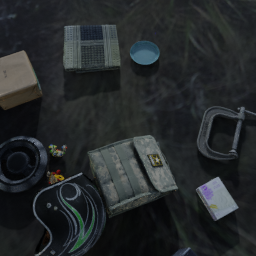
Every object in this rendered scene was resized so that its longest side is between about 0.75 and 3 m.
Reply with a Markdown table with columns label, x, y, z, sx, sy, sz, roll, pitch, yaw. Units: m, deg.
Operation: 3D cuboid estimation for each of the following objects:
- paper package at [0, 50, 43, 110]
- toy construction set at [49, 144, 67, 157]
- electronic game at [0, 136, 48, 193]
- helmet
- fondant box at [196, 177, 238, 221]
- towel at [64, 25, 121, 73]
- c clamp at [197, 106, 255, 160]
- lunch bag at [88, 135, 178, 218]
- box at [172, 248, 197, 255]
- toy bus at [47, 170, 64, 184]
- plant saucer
| label | x | y | z | sx | sy | sz | roll | pitch | yaw |
| --- | --- | --- | --- | --- | --- | --- | --- | --- | --- |
| paper package | -4.945 | -2.080 | 12.088 | 1.897 | 1.030 | 1.990 | -23 | 67 | -10 |
| toy construction set | -2.787 | 0.887 | 11.171 | 0.757 | 0.349 | 0.497 | -2 | 65 | 11 |
| electronic game | -4.230 | 1.369 | 10.854 | 2.263 | 0.471 | 2.263 | -1 | 67 | 3 |
| helmet | -1.970 | 2.947 | 9.113 | 2.567 | 2.567 | 2.447 | -22 | 87 | -10 |
| fondant box | 3.275 | 2.611 | 10.360 | 0.929 | 0.375 | 1.287 | -25 | 67 | -12 |
| towel | -1.729 | -3.756 | 13.232 | 2.625 | 0.471 | 2.727 | -3 | 64 | -5 |
| c clamp | 4.138 | 0.169 | 11.446 | 2.388 | 0.379 | 2.796 | 23 | 68 | 10 |
| lunch bag | 0.225 | 1.617 | 10.153 | 2.776 | 1.632 | 2.277 | -18 | 65 | -15 |
| box | 2.136 | 5.010 | 8.537 | 1.240 | 1.760 | 2.378 | -39 | 73 | -16 |
| toy bus | -2.629 | 2.018 | 10.563 | 0.481 | 0.878 | 0.930 | 15 | 58 | -42 |
| plant saucer | 0.784 | -3.505 | 13.185 | 1.379 | 0.189 | 1.379 | 0 | 67 | 0 |
